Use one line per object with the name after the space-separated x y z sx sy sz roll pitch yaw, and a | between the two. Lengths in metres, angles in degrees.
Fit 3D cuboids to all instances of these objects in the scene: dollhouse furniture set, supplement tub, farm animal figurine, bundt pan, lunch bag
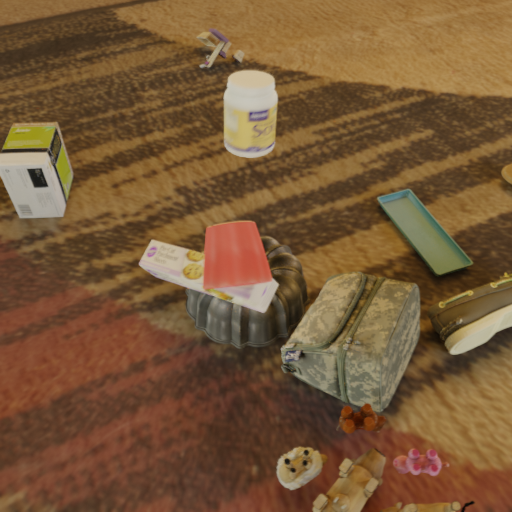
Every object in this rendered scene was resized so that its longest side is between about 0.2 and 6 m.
-1.337 -6.032 16.924 1.083 1.209 1.526 -57 33 5 | dollhouse furniture set
-0.113 -2.701 10.688 1.009 1.388 1.009 1 40 -1 | supplement tub
1.591 3.244 7.844 2.018 1.064 2.040 -32 59 -10 | farm animal figurine
-0.172 0.470 10.411 2.401 0.901 2.401 0 47 0 | bundt pan
1.584 1.318 9.322 1.770 1.470 2.110 12 47 30 | lunch bag

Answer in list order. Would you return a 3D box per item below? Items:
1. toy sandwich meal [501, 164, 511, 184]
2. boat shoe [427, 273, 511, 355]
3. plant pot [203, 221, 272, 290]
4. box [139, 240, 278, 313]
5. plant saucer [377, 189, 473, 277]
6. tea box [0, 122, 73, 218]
6.131 -1.751 12.848 1.027 0.352 1.027 -1 44 1 | toy sandwich meal
4.461 0.776 10.019 2.927 1.046 0.875 -21 56 -14 | boat shoe
-0.317 -0.006 8.040 1.007 1.007 0.891 -7 87 -6 | plant pot
-0.886 0.302 9.515 2.788 0.539 0.578 15 71 41 | box
3.478 -0.508 11.769 0.847 0.230 2.422 -16 49 -14 | plant saucer
-4.715 -1.854 12.122 1.000 1.497 1.473 -1 47 -1 | tea box
